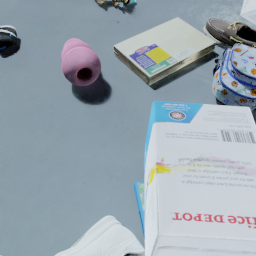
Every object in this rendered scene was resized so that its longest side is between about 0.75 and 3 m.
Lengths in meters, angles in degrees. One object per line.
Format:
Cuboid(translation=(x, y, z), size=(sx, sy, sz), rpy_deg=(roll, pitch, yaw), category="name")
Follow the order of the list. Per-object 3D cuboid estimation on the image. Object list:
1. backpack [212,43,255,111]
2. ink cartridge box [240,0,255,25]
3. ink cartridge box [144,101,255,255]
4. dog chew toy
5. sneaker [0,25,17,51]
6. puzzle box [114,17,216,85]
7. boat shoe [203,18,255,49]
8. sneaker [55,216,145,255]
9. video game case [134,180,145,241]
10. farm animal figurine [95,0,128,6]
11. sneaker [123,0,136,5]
Cuboid(translation=(3.167, -1.340, 7.678), size=(1.752, 1.349, 1.669), rpy_deg=(19, 65, 10), category="backpack")
Cuboid(translation=(2.858, -2.120, 4.650), size=(1.058, 1.464, 0.616), rpy_deg=(14, 90, -28), category="ink cartridge box")
Cuboid(translation=(1.268, 1.077, 4.983), size=(1.859, 1.851, 2.534), rpy_deg=(4, 48, -1), category="ink cartridge box")
Cuboid(translation=(-1.475, -2.057, 8.353), size=(1.123, 1.123, 1.803), rpy_deg=(-15, 46, -11), category="dog chew toy")
Cuboid(translation=(-4.551, -2.947, 9.273), size=(1.647, 0.602, 0.921), rpy_deg=(-10, 52, -9), category="sneaker")
Cuboid(translation=(1.194, -2.615, 9.172), size=(2.840, 0.361, 1.890), rpy_deg=(-30, 59, -21), category="puzzle box")
Cuboid(translation=(3.689, -3.015, 9.194), size=(0.976, 0.808, 2.716), rpy_deg=(-33, 59, -22), category="boat shoe")
Cuboid(translation=(-0.714, 2.560, 4.551), size=(1.146, 0.974, 2.589), rpy_deg=(30, 44, 27), category="sneaker")
Cuboid(translation=(1.229, 2.087, 5.481), size=(1.831, 0.228, 2.559), rpy_deg=(-4, 49, -9), category="video game case")
Cuboid(translation=(-0.681, -5.284, 11.032), size=(1.404, 0.740, 1.420), rpy_deg=(-21, 64, 0), category="farm animal figurine")
Cuboid(translation=(-0.160, -5.168, 11.141), size=(0.870, 0.364, 0.525), rpy_deg=(28, 48, 18), category="sneaker")
